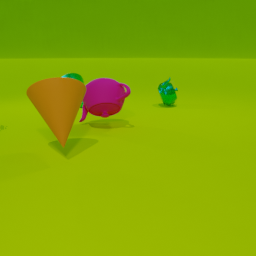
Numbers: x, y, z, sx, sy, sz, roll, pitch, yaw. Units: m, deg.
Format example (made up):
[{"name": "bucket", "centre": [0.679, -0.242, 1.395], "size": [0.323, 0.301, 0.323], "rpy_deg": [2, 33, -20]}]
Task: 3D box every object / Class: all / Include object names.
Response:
[{"name": "teapot", "centre": [-0.673, -0.692, 7.378], "size": [1.883, 0.922, 1.171], "rpy_deg": [-22, -26, 35]}, {"name": "cone", "centre": [-1.840, -1.099, 10.281], "size": [1.339, 1.339, 1.344], "rpy_deg": [-14, 47, -41]}, {"name": "teapot", "centre": [1.486, -1.318, 10.237], "size": [0.681, 1.392, 0.865], "rpy_deg": [-22, 52, 6]}, {"name": "cone", "centre": [-1.262, -0.174, 5.218], "size": [1.119, 1.123, 1.119], "rpy_deg": [-10, -17, -3]}]
